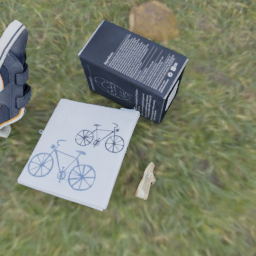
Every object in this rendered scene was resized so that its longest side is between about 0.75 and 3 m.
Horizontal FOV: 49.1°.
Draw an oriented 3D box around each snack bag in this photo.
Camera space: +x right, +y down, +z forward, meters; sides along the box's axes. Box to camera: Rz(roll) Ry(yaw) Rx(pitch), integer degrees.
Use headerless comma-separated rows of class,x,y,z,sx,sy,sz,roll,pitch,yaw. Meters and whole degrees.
snack bag,-1.136,0.441,6.583,2.327,0.264,2.468,11,65,20

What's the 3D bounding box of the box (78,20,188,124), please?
box,0.125,-1.284,6.822,2.191,1.626,1.173,28,74,10

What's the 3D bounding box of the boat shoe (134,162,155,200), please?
boat shoe,0.455,1.210,6.438,0.322,0.358,0.991,25,44,6

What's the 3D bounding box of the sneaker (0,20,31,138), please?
sneaker,-2.721,-0.986,6.455,1.140,2.870,1.126,28,28,-20
